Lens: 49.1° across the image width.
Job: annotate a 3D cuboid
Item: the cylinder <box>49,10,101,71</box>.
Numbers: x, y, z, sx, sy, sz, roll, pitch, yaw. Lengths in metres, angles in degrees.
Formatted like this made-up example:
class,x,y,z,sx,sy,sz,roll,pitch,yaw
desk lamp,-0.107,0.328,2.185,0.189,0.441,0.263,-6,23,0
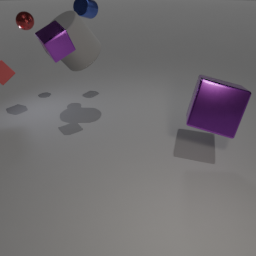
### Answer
class,x,y,z,sx,sy,sz,roll,pitch,yaw
cylinder,-1.836,-2.845,9.254,1.400,1.400,1.400,-18,51,24

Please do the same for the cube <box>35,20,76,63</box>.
class,x,y,z,sx,sy,sz,roll,pitch,yaw
cube,-2.021,-2.411,7.818,0.700,0.700,0.700,-37,56,-9

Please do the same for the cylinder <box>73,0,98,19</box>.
class,x,y,z,sx,sy,sz,roll,pitch,yaw
cylinder,-1.604,-4.582,10.673,0.700,0.700,0.700,13,16,23

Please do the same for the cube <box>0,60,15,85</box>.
class,x,y,z,sx,sy,sz,roll,pitch,yaw
cube,-5.011,-2.200,11.110,0.700,0.700,0.700,-49,28,-10

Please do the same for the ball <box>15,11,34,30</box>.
class,x,y,z,sx,sy,sz,roll,pitch,yaw
ball,-4.054,-4.217,11.027,0.700,0.700,0.700,0,28,0

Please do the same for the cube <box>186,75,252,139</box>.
class,x,y,z,sx,sy,sz,roll,pitch,yaw
cube,2.632,-0.695,8.421,1.400,1.400,1.400,17,18,7
